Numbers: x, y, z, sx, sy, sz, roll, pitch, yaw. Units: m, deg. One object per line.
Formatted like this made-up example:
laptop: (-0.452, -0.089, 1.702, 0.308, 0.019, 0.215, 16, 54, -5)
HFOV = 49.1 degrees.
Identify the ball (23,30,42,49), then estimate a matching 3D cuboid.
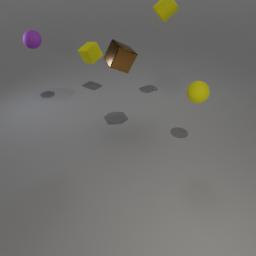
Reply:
ball: (-3.716, -3.435, 10.876, 0.700, 0.700, 0.700, 0, 33, 0)

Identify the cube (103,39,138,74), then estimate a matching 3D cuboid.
cube: (-0.251, -2.266, 8.884, 0.700, 0.700, 0.700, 12, 29, -34)

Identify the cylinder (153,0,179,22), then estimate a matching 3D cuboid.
cylinder: (1.391, -4.427, 10.361, 0.700, 0.700, 0.700, -40, 31, 14)

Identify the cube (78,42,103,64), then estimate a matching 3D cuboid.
cube: (-1.709, -3.426, 12.744, 0.700, 0.700, 0.700, 18, 58, 45)

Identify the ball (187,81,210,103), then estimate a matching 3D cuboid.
ball: (2.205, -1.129, 8.817, 0.700, 0.700, 0.700, 0, 33, 0)
